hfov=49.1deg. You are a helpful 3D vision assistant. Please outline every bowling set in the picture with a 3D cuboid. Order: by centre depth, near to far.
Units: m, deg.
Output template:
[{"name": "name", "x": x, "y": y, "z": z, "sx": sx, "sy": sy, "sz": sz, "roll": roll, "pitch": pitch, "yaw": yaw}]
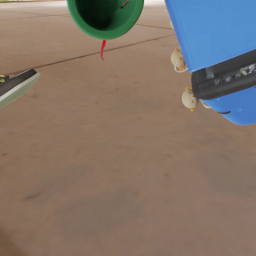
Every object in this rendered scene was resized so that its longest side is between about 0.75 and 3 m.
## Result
[{"name": "bowling set", "x": 1.292, "y": -1.458, "z": 4.661, "sx": 1.084, "sy": 1.406, "sz": 2.019, "roll": -13, "pitch": 74, "yaw": 0}]

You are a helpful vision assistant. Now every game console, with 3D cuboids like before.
[{"name": "game console", "x": 2.239, "y": -1.402, "z": 3.439, "sx": 2.942, "sy": 1.741, "sz": 2.511, "roll": -16, "pitch": -24, "yaw": 37}]

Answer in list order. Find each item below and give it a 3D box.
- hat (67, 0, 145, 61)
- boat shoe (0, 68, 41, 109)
[{"name": "hat", "x": -0.662, "y": -2.990, "z": 7.001, "sx": 1.695, "sy": 2.047, "sz": 1.802, "roll": 33, "pitch": 8, "yaw": -15}, {"name": "boat shoe", "x": -1.824, "y": -0.511, "z": 3.947, "sx": 0.403, "sy": 0.478, "sz": 1.340, "roll": 46, "pitch": 55, "yaw": -6}]
